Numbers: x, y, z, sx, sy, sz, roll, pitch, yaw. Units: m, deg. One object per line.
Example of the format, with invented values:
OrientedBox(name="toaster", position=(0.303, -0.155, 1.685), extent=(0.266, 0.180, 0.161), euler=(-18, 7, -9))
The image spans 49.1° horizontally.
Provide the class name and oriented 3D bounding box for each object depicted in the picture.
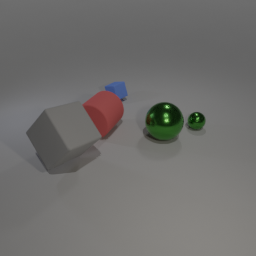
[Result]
OrientedBox(name="cylinder", position=(-1.055, -0.533, 10.692), extent=(1.400, 1.400, 1.400), euler=(12, 33, 19))
OrientedBox(name="ball", position=(1.320, -0.245, 10.190), extent=(1.400, 1.400, 1.400), euler=(0, 31, 0))
OrientedBox(name="ball", position=(2.688, -0.286, 10.988), extent=(0.700, 0.700, 0.700), euler=(0, 31, 0))
OrientedBox(name="cube", position=(-1.976, 0.211, 8.645), extent=(1.400, 1.400, 1.400), euler=(-24, 78, -51))
OrientedBox(name="cube", position=(-0.554, -1.748, 13.207), extent=(0.700, 0.700, 0.700), euler=(-31, 26, -37))
